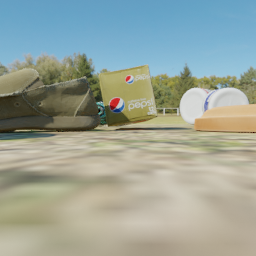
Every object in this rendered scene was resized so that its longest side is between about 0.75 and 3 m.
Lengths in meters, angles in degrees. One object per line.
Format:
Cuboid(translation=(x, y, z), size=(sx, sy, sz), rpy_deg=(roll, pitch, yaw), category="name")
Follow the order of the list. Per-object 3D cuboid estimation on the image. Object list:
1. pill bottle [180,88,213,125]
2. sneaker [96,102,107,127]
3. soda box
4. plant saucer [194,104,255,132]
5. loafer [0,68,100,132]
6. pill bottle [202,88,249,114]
Cuboid(translation=(3.251, -0.751, 10.782), size=(2.350, 1.361, 1.361), rpy_deg=(2, -1, -37), category="pill bottle")
Cuboid(translation=(-1.013, -0.479, 9.303), size=(2.311, 0.896, 1.054), rpy_deg=(-12, 2, -40), category="sneaker")
Cuboid(translation=(0.032, -0.580, 6.252), size=(0.924, 0.978, 2.888), rpy_deg=(-10, 0, 1), category="soda box")
Cuboid(translation=(2.302, -0.143, 4.380), size=(2.468, 0.398, 2.468), rpy_deg=(0, 0, 0), category="plant saucer")
Cuboid(translation=(-1.624, -0.384, 3.900), size=(2.588, 0.873, 0.984), rpy_deg=(-1, 1, -34), category="loafer")
Cuboid(translation=(2.857, -0.649, 8.517), size=(1.099, 1.099, 1.899), rpy_deg=(0, 6, 7), category="pill bottle")
